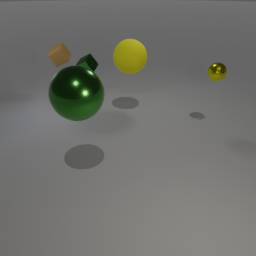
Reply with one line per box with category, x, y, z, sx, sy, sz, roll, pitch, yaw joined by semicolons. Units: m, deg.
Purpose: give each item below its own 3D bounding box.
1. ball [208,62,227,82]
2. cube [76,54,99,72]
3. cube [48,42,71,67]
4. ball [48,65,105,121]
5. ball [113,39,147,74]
ball;3.337;-2.092;10.473;0.700;0.700;0.700;0;28;0
cube;-1.992;-3.052;13.625;0.700;0.700;0.700;-14;39;36
cube;-3.212;-3.459;13.187;0.700;0.700;0.700;-19;41;20
ball;-1.298;-0.874;7.124;1.400;1.400;1.400;0;28;0
ball;0.087;-2.950;11.583;1.400;1.400;1.400;0;28;0
